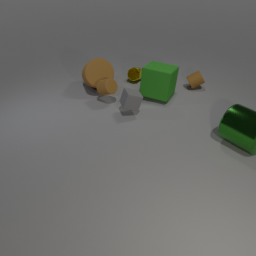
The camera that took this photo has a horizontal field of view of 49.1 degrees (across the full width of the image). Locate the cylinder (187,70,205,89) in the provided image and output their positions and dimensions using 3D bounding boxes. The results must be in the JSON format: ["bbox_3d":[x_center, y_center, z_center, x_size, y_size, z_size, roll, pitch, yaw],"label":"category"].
[{"bbox_3d":[3.438,-2.463,14.230,0.700,0.700,0.700,-26,28,17],"label":"cylinder"}]

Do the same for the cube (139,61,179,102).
[{"bbox_3d":[1.478,-2.243,13.296,1.400,1.400,1.400,16,30,18],"label":"cube"}]

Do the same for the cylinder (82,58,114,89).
[{"bbox_3d":[-1.507,-2.667,13.825,1.400,1.400,1.400,-9,9,-14],"label":"cylinder"}]

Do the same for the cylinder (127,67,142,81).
[{"bbox_3d":[0.409,-2.918,15.091,0.700,0.700,0.700,13,18,18],"label":"cylinder"}]

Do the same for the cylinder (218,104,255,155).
[{"bbox_3d":[4.230,0.026,10.029,1.400,1.400,1.400,-23,40,-31],"label":"cylinder"}]

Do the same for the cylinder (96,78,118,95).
[{"bbox_3d":[-0.955,-1.863,12.729,0.700,0.700,0.700,0,24,47],"label":"cylinder"}]

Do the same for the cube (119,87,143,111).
[{"bbox_3d":[0.132,-1.224,11.965,0.700,0.700,0.700,8,31,-24],"label":"cube"}]
